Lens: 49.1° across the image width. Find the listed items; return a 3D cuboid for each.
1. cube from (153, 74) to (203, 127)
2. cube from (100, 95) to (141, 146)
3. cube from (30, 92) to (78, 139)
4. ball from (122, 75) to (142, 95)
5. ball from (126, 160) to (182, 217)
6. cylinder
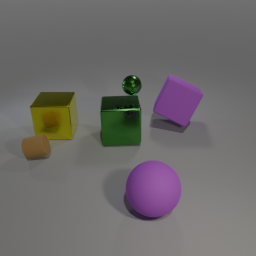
[{"bbox_3d":[1.928,-1.115,10.993,1.400,1.400,1.400,25,19,-1],"label":"cube"},{"bbox_3d":[-0.262,-0.305,10.332,1.400,1.400,1.400,-2,27,-2],"label":"cube"},{"bbox_3d":[-2.770,-0.495,10.762,1.400,1.400,1.400,0,29,0],"label":"cube"},{"bbox_3d":[0.135,-1.510,9.882,0.700,0.700,0.700,0,29,0],"label":"ball"},{"bbox_3d":[0.642,1.524,7.079,1.400,1.400,1.400,0,29,0],"label":"ball"},{"bbox_3d":[-3.054,0.611,9.328,0.700,0.700,0.700,-11,29,3],"label":"cylinder"}]
